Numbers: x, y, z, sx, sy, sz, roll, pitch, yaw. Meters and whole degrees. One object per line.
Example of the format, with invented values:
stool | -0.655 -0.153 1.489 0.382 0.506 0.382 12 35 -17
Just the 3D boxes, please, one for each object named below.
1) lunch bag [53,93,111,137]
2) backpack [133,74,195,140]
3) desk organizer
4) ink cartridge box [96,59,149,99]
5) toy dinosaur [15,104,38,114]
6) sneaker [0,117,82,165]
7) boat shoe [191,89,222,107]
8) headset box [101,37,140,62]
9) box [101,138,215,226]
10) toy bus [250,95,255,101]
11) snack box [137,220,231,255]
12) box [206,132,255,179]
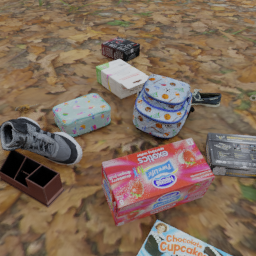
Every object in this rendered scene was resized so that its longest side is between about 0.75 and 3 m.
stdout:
lunch bag | -1.797 -0.560 11.097 2.110 0.813 1.692 -21 40 -25
backpack | 1.299 -0.792 10.711 2.422 1.866 2.307 14 51 13
desk organizer | -3.025 1.472 8.568 2.098 0.808 0.753 21 43 24
ink cartridge box | -0.204 -2.242 13.142 1.496 0.860 2.554 -25 45 -28
toy dinosaur | -4.277 -0.915 11.931 1.102 0.333 0.585 -9 39 -12
sneaker | -2.943 0.495 8.945 2.823 1.065 1.607 24 9 14
boat shoe | 3.079 -1.334 12.229 1.927 0.596 0.721 9 40 11
headset box | -0.494 -4.545 16.111 1.941 0.728 1.443 28 47 30
box | 0.773 1.494 7.926 2.830 1.351 1.411 -13 54 -16
toy bus | 6.309 -1.233 11.956 0.772 1.409 1.493 29 21 -40
snack box | 1.361 3.194 6.776 2.038 0.378 1.184 20 43 23
box | 3.763 0.916 9.507 2.056 0.497 1.628 4 39 5
